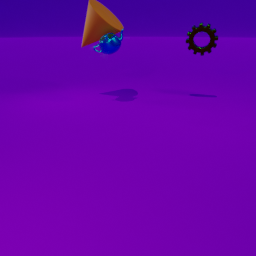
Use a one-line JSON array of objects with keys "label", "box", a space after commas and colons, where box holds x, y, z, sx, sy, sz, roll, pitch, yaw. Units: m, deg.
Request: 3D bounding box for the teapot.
[{"label": "teapot", "box": [-0.639, -3.103, 10.062, 1.328, 0.650, 0.826, -28, 43, 1]}]

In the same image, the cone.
[{"label": "cone", "box": [-1.311, -3.728, 10.828, 1.648, 1.654, 1.648, 35, 29, -23]}]

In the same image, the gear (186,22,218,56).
[{"label": "gear", "box": [2.789, -3.346, 10.581, 1.171, 1.171, 0.217, 6, 34, 16]}]
